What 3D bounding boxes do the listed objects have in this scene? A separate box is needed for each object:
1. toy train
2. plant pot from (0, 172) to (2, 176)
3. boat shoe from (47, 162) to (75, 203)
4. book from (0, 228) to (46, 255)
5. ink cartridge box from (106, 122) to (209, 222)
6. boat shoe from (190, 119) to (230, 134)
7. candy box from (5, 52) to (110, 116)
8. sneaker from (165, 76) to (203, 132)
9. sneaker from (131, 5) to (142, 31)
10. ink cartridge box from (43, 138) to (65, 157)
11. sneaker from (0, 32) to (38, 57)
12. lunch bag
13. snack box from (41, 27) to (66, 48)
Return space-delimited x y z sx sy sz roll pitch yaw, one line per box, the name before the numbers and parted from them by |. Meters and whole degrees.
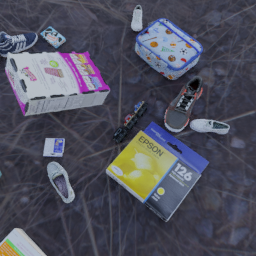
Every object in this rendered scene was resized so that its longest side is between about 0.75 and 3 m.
toy train | 0.101 -0.304 11.811 0.505 0.376 2.207 30 70 25
plant pot | -5.228 1.781 10.707 0.845 0.845 0.566 36 50 14
boat shoe | -2.594 2.021 10.679 0.647 0.563 1.756 -26 69 -11
book | -4.130 5.196 9.282 1.987 0.715 2.974 39 73 13
ink cartridge box | 1.210 1.489 10.874 2.931 0.697 2.966 36 73 15
boat shoe | 3.403 -0.137 11.626 1.590 0.531 0.585 6 67 3
candy box | -2.069 -1.411 8.389 2.577 0.786 1.757 -11 61 -37
sneaker | 2.344 -1.130 11.731 1.052 1.118 2.730 25 69 10
sneaker | 0.439 -5.453 13.812 0.562 0.717 1.442 0 67 0
ink cartridge box | -3.012 0.810 11.421 0.777 0.185 0.787 2 68 -1
sneaker | -5.201 -4.123 13.056 1.939 1.052 0.679 -34 71 -13
lunch bag | 1.841 -3.744 12.906 2.303 1.086 2.874 -40 73 -17
snack box | -3.648 -4.419 13.647 1.116 0.207 0.648 40 72 16
